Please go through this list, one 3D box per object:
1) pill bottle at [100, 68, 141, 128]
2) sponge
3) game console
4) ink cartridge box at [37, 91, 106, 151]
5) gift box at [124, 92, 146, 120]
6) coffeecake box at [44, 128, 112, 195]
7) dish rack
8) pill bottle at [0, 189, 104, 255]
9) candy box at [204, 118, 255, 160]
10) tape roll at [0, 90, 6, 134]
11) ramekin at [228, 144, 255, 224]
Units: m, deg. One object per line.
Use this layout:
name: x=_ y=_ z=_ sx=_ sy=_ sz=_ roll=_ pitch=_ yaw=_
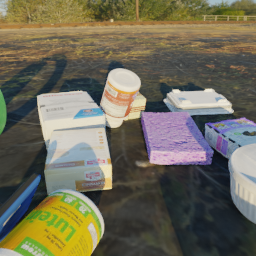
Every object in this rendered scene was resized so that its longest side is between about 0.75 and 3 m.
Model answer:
pill bottle: x=-0.325 y=-0.889 z=8.925 sx=1.016 sy=1.812 sz=1.016 roll=11 pitch=45 yaw=-11
sponge: x=1.308 y=0.183 z=8.355 sx=1.617 sy=0.432 sz=2.899 roll=1 pitch=24 yaw=-2
game console: x=-2.540 y=1.541 z=4.635 sx=1.112 sy=1.603 sz=1.879 roll=29 pitch=27 yaw=-1
ink cartridge box: x=-1.850 y=-0.327 z=8.808 sx=1.720 sy=1.008 sz=2.348 roll=-8 pitch=24 yaw=-19
gift box: x=0.070 y=-0.832 z=10.026 sx=0.909 sy=0.899 sz=0.974 roll=-8 pitch=29 yaw=-24
coffeecake box: x=-1.185 y=0.724 z=6.802 sx=1.418 sy=0.675 sz=1.848 roll=-4 pitch=26 yaw=-8
dish rack: x=2.780 y=-1.109 z=11.208 sx=2.411 sy=0.525 sz=2.069 roll=-2 pitch=24 yaw=-7
pill bottle: x=-1.238 y=1.845 z=3.831 sx=1.117 sy=1.117 sz=2.012 roll=9 pitch=26 yaw=20
candy box: x=3.204 y=0.356 z=7.771 sx=1.447 sy=0.617 sz=1.725 roll=-8 pitch=25 yaw=-17
tape roll: x=-4.589 y=-0.616 z=7.371 sx=2.702 sy=2.702 sz=0.649 roll=5 pitch=25 yaw=12
ramekin: x=3.009 y=1.171 z=5.524 sx=2.072 sy=0.965 sz=2.072 roll=1 pitch=24 yaw=0
